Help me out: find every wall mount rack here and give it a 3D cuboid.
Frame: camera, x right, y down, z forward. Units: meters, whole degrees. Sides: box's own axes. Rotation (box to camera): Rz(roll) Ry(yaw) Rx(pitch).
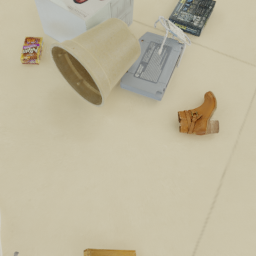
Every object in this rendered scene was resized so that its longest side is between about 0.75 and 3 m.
[{"bbox_3d":[1.717,-3.456,11.094,1.964,0.732,1.706,21,50,-37],"label":"wall mount rack"}]

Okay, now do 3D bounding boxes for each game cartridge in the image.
[{"bbox_3d":[0.877,-2.505,11.012,1.919,0.582,2.878,22,65,7],"label":"game cartridge"}]

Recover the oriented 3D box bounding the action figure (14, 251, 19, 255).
[{"bbox_3d":[-3.447,3.761,6.637,1.604,0.839,1.552,9,91,-30],"label":"action figure"}]

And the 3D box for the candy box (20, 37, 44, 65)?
[{"bbox_3d":[-3.904,-3.171,11.448,0.713,0.345,1.223,1,64,0],"label":"candy box"}]

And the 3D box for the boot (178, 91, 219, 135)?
[{"bbox_3d":[2.448,-0.547,9.993,1.363,0.673,1.756,0,70,4],"label":"boot"}]

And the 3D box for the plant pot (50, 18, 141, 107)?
[{"bbox_3d":[-0.947,-2.474,9.770,2.594,2.594,2.374,39,70,18],"label":"plant pot"}]

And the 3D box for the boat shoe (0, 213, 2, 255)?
[{"bbox_3d":[-4.263,2.879,7.973,0.960,0.913,2.666,-13,63,-6],"label":"boat shoe"}]

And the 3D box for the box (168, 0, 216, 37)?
[{"bbox_3d":[2.812,-5.045,12.330,1.531,0.495,1.941,24,65,11],"label":"box"}]

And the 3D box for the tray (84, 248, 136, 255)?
[{"bbox_3d":[-0.437,3.648,7.456,1.512,0.280,0.746,15,50,-29],"label":"tray"}]

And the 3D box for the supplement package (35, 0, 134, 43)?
[{"bbox_3d":[-1.673,-4.836,11.304,2.734,2.103,2.859,33,66,16],"label":"supplement package"}]
